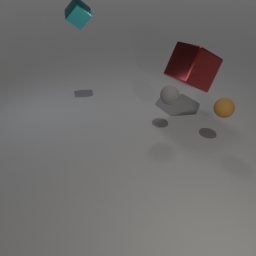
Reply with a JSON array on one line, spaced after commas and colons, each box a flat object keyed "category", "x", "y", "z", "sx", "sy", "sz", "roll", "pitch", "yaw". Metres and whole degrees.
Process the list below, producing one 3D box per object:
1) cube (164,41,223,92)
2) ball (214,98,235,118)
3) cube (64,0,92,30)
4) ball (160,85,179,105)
[{"category": "cube", "x": 2.554, "y": -2.415, "z": 11.077, "sx": 1.400, "sy": 1.400, "sz": 1.400, "roll": 15, "pitch": 14, "yaw": -35}, {"category": "ball", "x": 3.307, "y": -0.693, "z": 9.630, "sx": 0.700, "sy": 0.700, "sz": 0.700, "roll": 0, "pitch": 32, "yaw": 0}, {"category": "cube", "x": -1.828, "y": -4.192, "z": 10.240, "sx": 0.700, "sy": 0.700, "sz": 0.700, "roll": 27, "pitch": 35, "yaw": -38}, {"category": "ball", "x": 1.513, "y": -1.201, "z": 10.164, "sx": 0.700, "sy": 0.700, "sz": 0.700, "roll": 0, "pitch": 32, "yaw": 0}]
